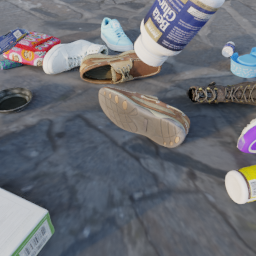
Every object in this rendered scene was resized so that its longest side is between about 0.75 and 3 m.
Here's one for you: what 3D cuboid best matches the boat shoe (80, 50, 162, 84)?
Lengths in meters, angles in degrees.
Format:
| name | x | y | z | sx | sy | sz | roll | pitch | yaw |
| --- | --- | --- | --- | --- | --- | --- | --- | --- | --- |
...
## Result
| name | x | y | z | sx | sy | sz | roll | pitch | yaw |
| --- | --- | --- | --- | --- | --- | --- | --- | --- | --- |
| boat shoe | -0.279 | -2.004 | 9.849 | 2.954 | 1.119 | 1.060 | -3 | 42 | 11 |

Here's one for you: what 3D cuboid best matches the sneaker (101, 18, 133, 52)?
| name | x | y | z | sx | sy | sz | roll | pitch | yaw |
| --- | --- | --- | --- | --- | --- | --- | --- | --- | --- |
| sneaker | -0.588 | -4.223 | 12.486 | 0.935 | 1.037 | 2.531 | -22 | 44 | -23 |

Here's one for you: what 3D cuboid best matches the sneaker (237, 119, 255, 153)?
| name | x | y | z | sx | sy | sz | roll | pitch | yaw |
| --- | --- | --- | --- | --- | --- | --- | --- | --- | --- |
| sneaker | 4.256 | 0.317 | 6.985 | 2.869 | 0.997 | 1.427 | -10 | 44 | -11 |

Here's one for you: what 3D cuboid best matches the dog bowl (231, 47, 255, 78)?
| name | x | y | z | sx | sy | sz | roll | pitch | yaw |
| --- | --- | --- | --- | --- | --- | --- | --- | --- | --- |
| dog bowl | 4.913 | -2.528 | 10.807 | 2.222 | 0.551 | 1.238 | -19 | 43 | -23 |

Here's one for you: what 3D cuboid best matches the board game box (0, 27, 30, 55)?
| name | x | y | z | sx | sy | sz | roll | pitch | yaw |
| --- | --- | --- | --- | --- | --- | --- | --- | --- | --- |
| board game box | -3.082 | -2.282 | 7.297 | 1.017 | 0.314 | 1.016 | -36 | 22 | 2 |

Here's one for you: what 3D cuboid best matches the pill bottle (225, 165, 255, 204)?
| name | x | y | z | sx | sy | sz | roll | pitch | yaw |
| --- | --- | --- | --- | --- | --- | --- | --- | --- | --- |
| pill bottle | 2.902 | 1.167 | 6.158 | 1.333 | 0.728 | 0.728 | -10 | 40 | -13 |

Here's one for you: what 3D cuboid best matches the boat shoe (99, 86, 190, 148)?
| name | x | y | z | sx | sy | sz | roll | pitch | yaw |
| --- | --- | --- | --- | --- | --- | --- | --- | --- | --- |
| boat shoe | 0.438 | -0.443 | 7.971 | 2.852 | 1.080 | 1.024 | 30 | 44 | 19 |

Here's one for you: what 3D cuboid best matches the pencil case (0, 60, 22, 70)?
| name | x | y | z | sx | sy | sz | roll | pitch | yaw |
| --- | --- | --- | --- | --- | --- | --- | --- | --- | --- |
| pencil case | -4.587 | -2.556 | 10.995 | 0.828 | 0.353 | 0.383 | -20 | 49 | -24 |

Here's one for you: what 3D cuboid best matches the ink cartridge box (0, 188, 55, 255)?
| name | x | y | z | sx | sy | sz | roll | pitch | yaw |
| --- | --- | --- | --- | --- | --- | --- | --- | --- | --- |
| ink cartridge box | -2.851 | 1.806 | 5.348 | 2.536 | 0.752 | 1.316 | 18 | 42 | 20 |

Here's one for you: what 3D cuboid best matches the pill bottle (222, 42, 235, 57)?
| name | x | y | z | sx | sy | sz | roll | pitch | yaw |
| --- | --- | --- | --- | --- | --- | --- | --- | --- | --- |
| pill bottle | 4.284 | -3.354 | 11.894 | 0.449 | 0.449 | 0.776 | 16 | 42 | 18 |

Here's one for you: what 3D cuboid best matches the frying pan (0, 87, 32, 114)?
| name | x | y | z | sx | sy | sz | roll | pitch | yaw |
| --- | --- | --- | --- | --- | --- | --- | --- | --- | --- |
| frying pan | -4.065 | -0.688 | 8.720 | 2.237 | 0.364 | 1.353 | -29 | 47 | -28 |

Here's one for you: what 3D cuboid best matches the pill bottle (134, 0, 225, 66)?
| name | x | y | z | sx | sy | sz | roll | pitch | yaw |
| --- | --- | --- | --- | --- | --- | --- | --- | --- | --- |
| pill bottle | 1.024 | -2.414 | 6.336 | 1.184 | 2.131 | 1.184 | 16 | 53 | -23 |

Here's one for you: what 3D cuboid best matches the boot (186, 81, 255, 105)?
| name | x | y | z | sx | sy | sz | roll | pitch | yaw |
| --- | --- | --- | --- | --- | --- | --- | --- | --- | --- |
| boot | 3.082 | -0.936 | 8.152 | 2.415 | 0.960 | 2.774 | -2 | 6 | -4 |

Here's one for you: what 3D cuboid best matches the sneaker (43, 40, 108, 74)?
| name | x | y | z | sx | sy | sz | roll | pitch | yaw |
| --- | --- | --- | --- | --- | --- | --- | --- | --- | --- |
| sneaker | -1.852 | -2.695 | 10.685 | 1.518 | 0.968 | 2.626 | 19 | 42 | 26 |

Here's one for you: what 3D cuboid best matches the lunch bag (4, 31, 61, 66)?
| name | x | y | z | sx | sy | sz | roll | pitch | yaw |
| --- | --- | --- | --- | --- | --- | --- | --- | --- | --- |
| lunch bag | -3.592 | -3.117 | 11.052 | 1.904 | 0.886 | 2.162 | 16 | 30 | 0 |
